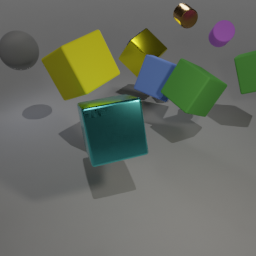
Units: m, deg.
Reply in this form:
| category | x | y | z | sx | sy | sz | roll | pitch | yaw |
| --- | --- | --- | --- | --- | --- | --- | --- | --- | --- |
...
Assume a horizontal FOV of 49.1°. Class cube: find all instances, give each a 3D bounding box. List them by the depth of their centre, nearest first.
| category | x | y | z | sx | sy | sz | roll | pitch | yaw |
| --- | --- | --- | --- | --- | --- | --- | --- | --- | --- |
| cube | -0.427 | -0.013 | 7.104 | 1.400 | 1.400 | 1.400 | -12 | 13 | -12 |
| cube | -1.382 | -1.806 | 8.227 | 1.400 | 1.400 | 1.400 | -39 | 20 | -34 |
| cube | 2.324 | -1.398 | 9.934 | 1.400 | 1.400 | 1.400 | 6 | 33 | -47 |
| cube | 4.940 | -2.202 | 10.589 | 1.400 | 1.400 | 1.400 | -9 | 13 | 30 |
| cube | 1.248 | -2.022 | 11.262 | 1.400 | 1.400 | 1.400 | 24 | 18 | 9 |
| cube | 0.685 | -3.468 | 13.078 | 1.400 | 1.400 | 1.400 | 44 | 54 | -2 |

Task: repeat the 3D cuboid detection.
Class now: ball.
| category | x | y | z | sx | sy | sz | roll | pitch | yaw |
| --- | --- | --- | --- | --- | --- | --- | --- | --- | --- |
| ball | -3.959 | -2.808 | 10.183 | 1.400 | 1.400 | 1.400 | 0 | 31 | 0 |

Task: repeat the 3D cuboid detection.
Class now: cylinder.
| category | x | y | z | sx | sy | sz | roll | pitch | yaw |
| --- | --- | --- | --- | --- | --- | --- | --- | --- | --- |
| cylinder | 3.110 | -3.128 | 9.332 | 0.700 | 0.700 | 0.700 | 2 | 1 | 3 |
| cylinder | 2.127 | -4.164 | 10.396 | 0.700 | 0.700 | 0.700 | -8 | 42 | -14 |
